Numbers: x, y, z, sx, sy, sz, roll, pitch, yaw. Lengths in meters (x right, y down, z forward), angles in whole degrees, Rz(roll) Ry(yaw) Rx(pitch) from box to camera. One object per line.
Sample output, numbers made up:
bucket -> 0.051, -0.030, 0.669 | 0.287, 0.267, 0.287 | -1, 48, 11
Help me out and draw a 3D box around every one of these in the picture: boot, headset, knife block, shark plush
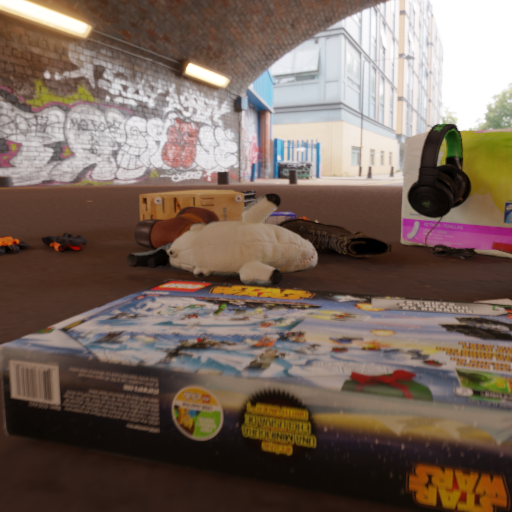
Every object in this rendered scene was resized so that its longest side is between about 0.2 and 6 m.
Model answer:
boot -> -0.721, -0.464, 11.172 | 2.537, 0.869, 2.388 | 9, 7, 31
boot -> 1.402, -0.309, 10.737 | 1.961, 0.679, 1.707 | -1, 9, -17
headset -> 3.555, -1.164, 10.301 | 1.162, 2.474, 1.528 | 12, 23, 35
knife block -> -1.514, -1.188, 14.865 | 3.417, 1.093, 3.000 | -4, 9, -19
shark plush -> -0.586, 0.136, 8.791 | 2.995, 1.361, 1.247 | -16, -17, 11

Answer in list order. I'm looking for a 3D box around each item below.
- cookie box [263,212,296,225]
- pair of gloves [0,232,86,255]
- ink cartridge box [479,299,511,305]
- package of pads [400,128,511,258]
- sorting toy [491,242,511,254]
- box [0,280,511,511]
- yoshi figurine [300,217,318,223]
cookie box -> 0.564, -1.050, 16.178 | 1.021, 0.384, 0.873 | -2, 9, -10
pair of gloves -> -4.741, -0.298, 11.976 | 2.125, 0.263, 1.893 | -3, 9, -21
ink cartridge box -> 2.340, 0.718, 5.877 | 1.108, 0.262, 0.887 | -6, 10, -2
package of pads -> 4.456, -1.328, 11.336 | 1.095, 2.480, 3.210 | -7, 11, -39
sorting toy -> 3.956, 0.298, 6.744 | 2.750, 0.465, 1.326 | 11, 1, -41
box -> 0.322, 0.773, 4.023 | 3.333, 0.665, 2.282 | 3, 10, 19
yoshi figurine -> 1.195, -0.504, 13.009 | 0.566, 0.568, 1.011 | -45, 43, -14
